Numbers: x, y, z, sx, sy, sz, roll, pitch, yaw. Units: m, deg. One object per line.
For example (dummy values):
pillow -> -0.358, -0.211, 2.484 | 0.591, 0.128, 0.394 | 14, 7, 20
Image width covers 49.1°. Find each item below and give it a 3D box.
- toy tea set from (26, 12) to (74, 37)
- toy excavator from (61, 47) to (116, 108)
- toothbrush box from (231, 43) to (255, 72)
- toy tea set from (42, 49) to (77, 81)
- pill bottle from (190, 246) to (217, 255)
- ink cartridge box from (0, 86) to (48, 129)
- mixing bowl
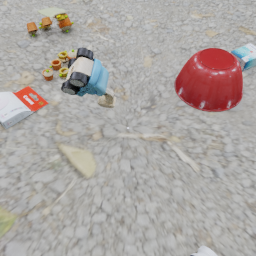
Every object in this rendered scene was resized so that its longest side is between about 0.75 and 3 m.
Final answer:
toy tea set -> -3.062, -4.002, 11.113 | 1.828, 0.676, 1.087 | -12, 15, 13
toy excavator -> -0.695, -0.909, 6.159 | 1.461, 1.421, 0.730 | 21, 68, -26
toothbrush box -> 4.226, -2.524, 9.978 | 1.008, 0.430, 0.738 | -24, 54, -20
toy tea set -> -2.284, -2.241, 9.630 | 0.962, 0.599, 1.618 | 16, 52, 13
pill bottle -> 1.323, 2.831, 5.447 | 0.575, 0.575, 0.993 | 37, 59, 26
ink cartridge box -> -3.438, -0.778, 8.590 | 1.503, 0.429, 1.222 | -40, 60, -23
mixing bowl -> 2.655, -1.701, 8.809 | 2.227, 1.206, 2.227 | 0, 51, 0
